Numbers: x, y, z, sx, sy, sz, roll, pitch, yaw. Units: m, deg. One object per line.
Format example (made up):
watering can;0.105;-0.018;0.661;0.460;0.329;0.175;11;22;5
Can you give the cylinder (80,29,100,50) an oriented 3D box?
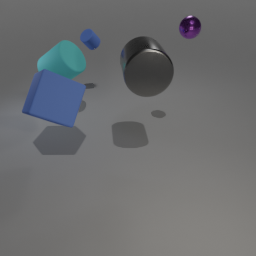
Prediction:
cylinder;-1.759;-4.133;13.075;0.700;0.700;0.700;-10;66;25

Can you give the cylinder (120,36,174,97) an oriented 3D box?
cylinder;0.511;-1.823;8.230;1.400;1.400;1.400;-3;32;-5

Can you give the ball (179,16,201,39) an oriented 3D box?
ball;1.976;-3.201;8.926;0.700;0.700;0.700;0;31;0

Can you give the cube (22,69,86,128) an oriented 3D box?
cube;-2.401;-0.915;8.993;1.400;1.400;1.400;20;-5;-29

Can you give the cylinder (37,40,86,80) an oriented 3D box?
cylinder;-2.661;-2.567;11.294;1.400;1.400;1.400;-25;18;32
